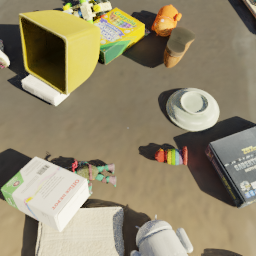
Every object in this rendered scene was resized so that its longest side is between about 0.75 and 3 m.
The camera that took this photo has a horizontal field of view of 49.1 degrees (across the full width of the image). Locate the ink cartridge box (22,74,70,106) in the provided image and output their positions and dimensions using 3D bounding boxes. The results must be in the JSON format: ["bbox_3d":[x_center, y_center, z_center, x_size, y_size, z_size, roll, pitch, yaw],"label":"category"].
[{"bbox_3d":[-2.419,-1.610,9.387,1.384,0.431,1.720,27,49,16],"label":"ink cartridge box"}]

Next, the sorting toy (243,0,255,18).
[{"bbox_3d":[6.361,-4.830,11.233,2.901,0.529,2.686,-11,59,-7],"label":"sorting toy"}]

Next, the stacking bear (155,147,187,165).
[{"bbox_3d":[1.184,0.785,7.795,0.866,0.526,0.492,0,98,8],"label":"stacking bear"}]

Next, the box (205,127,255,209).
[{"bbox_3d":[3.555,0.914,7.625,2.293,0.585,1.808,-17,59,-11],"label":"box"}]

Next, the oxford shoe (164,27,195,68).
[{"bbox_3d":[1.739,-2.909,9.940,0.844,0.843,2.366,29,47,8],"label":"oxford shoe"}]

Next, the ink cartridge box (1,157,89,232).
[{"bbox_3d":[-1.975,1.569,6.857,1.675,0.703,1.213,19,44,22],"label":"ink cartridge box"}]

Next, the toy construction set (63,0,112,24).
[{"bbox_3d":[-1.535,-4.460,10.598,1.610,1.131,2.455,-10,37,21],"label":"toy construction set"}]

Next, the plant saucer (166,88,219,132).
[{"bbox_3d":[2.042,-0.689,8.732,1.661,0.417,1.661,0,58,0],"label":"plant saucer"}]

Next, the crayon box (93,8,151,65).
[{"bbox_3d":[-0.488,-3.537,10.365,1.516,0.622,2.412,39,65,23],"label":"crayon box"}]

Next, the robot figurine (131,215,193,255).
[{"bbox_3d":[0.762,2.740,6.231,1.357,0.904,1.600,-20,49,-15],"label":"robot figurine"}]

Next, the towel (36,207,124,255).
[{"bbox_3d":[-1.133,2.641,6.698,2.095,0.361,1.388,-2,60,0],"label":"towel"}]

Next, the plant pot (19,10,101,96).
[{"bbox_3d":[-1.920,-2.584,8.878,1.938,1.926,1.983,32,47,21],"label":"plant pot"}]

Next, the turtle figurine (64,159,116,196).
[{"bbox_3d":[-1.011,1.265,7.401,1.343,0.676,1.005,-1,63,-10],"label":"turtle figurine"}]

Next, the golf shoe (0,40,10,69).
[{"bbox_3d":[-4.769,-2.851,9.883,2.023,0.734,0.931,37,65,20],"label":"golf shoe"}]

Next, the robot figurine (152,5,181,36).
[{"bbox_3d":[1.452,-4.046,10.586,0.999,0.810,1.389,15,59,6],"label":"robot figurine"}]
